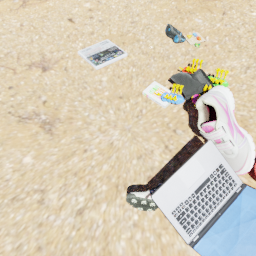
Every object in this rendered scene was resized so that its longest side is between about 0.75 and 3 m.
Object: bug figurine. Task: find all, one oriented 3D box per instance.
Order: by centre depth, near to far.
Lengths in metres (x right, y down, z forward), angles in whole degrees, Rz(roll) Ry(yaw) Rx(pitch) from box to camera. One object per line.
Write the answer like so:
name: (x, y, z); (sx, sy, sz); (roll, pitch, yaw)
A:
bug figurine: (2.460, -1.514, 10.302); (2.096, 0.695, 2.702); (19, 50, 29)

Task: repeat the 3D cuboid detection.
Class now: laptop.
laptop: (2.366, 1.883, 6.800); (2.366, 1.465, 2.527); (-39, 95, -21)

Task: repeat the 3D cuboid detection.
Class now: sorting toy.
sorting toy: (3.202, -4.146, 13.146); (0.862, 0.172, 1.166); (-15, 50, -13)

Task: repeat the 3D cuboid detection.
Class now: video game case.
video game case: (-1.123, -3.280, 12.387); (1.655, 0.193, 1.504); (-30, 55, -25)

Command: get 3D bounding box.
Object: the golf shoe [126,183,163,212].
golf shoe: (0.741, 1.871, 7.592); (1.641, 0.633, 0.723); (9, 50, -8)

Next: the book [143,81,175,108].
book: (1.199, -1.245, 10.602); (1.101, 0.265, 0.735); (36, 60, 24)

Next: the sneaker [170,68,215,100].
sneaker: (2.593, -1.290, 10.303); (2.187, 1.141, 0.657); (57, 31, 2)

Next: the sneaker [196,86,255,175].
sneaker: (2.704, 0.131, 8.253); (1.207, 1.113, 2.736); (-14, 78, -35)

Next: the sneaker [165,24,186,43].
sneaker: (2.234, -4.468, 13.307); (0.552, 0.493, 1.347); (-6, 52, -28)
